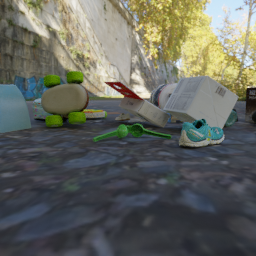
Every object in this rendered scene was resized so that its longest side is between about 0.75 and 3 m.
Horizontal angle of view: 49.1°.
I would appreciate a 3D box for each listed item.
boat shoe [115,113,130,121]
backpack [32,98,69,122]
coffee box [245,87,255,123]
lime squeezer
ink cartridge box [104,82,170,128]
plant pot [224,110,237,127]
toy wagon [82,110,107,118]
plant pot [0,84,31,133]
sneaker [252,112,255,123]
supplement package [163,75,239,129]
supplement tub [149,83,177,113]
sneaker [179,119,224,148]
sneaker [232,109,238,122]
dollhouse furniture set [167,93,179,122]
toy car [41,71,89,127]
[{"bbox_3d":[-0.233,-0.535,13.391,0.367,0.359,1.035,5,-6,-39],"label":"boat shoe"},{"bbox_3d":[-3.741,-0.895,13.805,1.836,1.162,1.532,-1,8,0],"label":"backpack"},{"bbox_3d":[6.960,-1.014,12.535,1.189,1.706,2.984,-7,10,-38],"label":"coffee box"},{"bbox_3d":[0.060,0.206,8.692,2.400,0.453,0.847,-1,38,-15],"label":"lime squeezer"},{"bbox_3d":[0.156,-1.079,12.192,2.546,0.646,2.890,31,-1,-19],"label":"ink cartridge box"},{"bbox_3d":[4.053,-0.531,11.972,1.038,1.038,0.975,-4,24,-30],"label":"plant pot"},{"bbox_3d":[-2.403,-0.768,15.524,2.366,0.468,1.835,7,10,44],"label":"toy wagon"},{"bbox_3d":[-4.946,-0.794,10.670,1.719,1.756,1.724,4,8,22],"label":"plant pot"},{"bbox_3d":[5.994,-0.423,11.509,0.949,0.794,2.144,-2,7,-36],"label":"sneaker"},{"bbox_3d":[2.629,-0.908,10.470,1.525,1.514,2.010,29,-1,-18],"label":"supplement package"},{"bbox_3d":[2.437,-1.654,16.596,1.936,1.936,2.759,-1,8,-10],"label":"supplement tub"},{"bbox_3d":[2.093,0.101,7.705,1.811,0.721,0.702,-6,10,-44],"label":"sneaker"},{"bbox_3d":[5.268,-0.673,14.165,0.613,0.645,1.627,0,6,10],"label":"sneaker"},{"bbox_3d":[2.950,-1.048,14.086,2.015,1.393,2.135,0,8,1],"label":"dollhouse furniture set"},{"bbox_3d":[-2.397,-1.060,12.304,1.988,2.070,2.520,-6,-8,12],"label":"toy car"}]
